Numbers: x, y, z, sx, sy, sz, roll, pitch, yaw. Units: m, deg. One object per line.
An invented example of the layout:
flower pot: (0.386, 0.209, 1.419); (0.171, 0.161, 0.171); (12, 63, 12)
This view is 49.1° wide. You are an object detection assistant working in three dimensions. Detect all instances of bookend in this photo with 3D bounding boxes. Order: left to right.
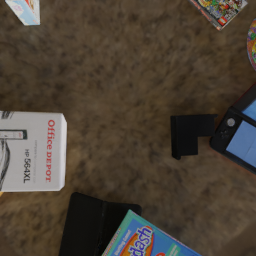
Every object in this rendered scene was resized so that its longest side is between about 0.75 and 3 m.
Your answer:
bookend: (1.927, 0.231, 8.144); (1.254, 0.577, 1.246); (-4, 94, -8)

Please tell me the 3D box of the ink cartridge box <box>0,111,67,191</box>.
ink cartridge box: (-3.070, 0.603, 7.331); (2.765, 1.166, 2.018); (1, 83, -9)

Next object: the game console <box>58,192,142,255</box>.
game console: (-0.791, 3.077, 8.128); (1.860, 1.231, 2.114); (13, 87, -29)

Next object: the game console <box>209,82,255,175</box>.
game console: (3.864, 0.232, 7.713); (2.402, 1.425, 2.070); (31, 87, 2)

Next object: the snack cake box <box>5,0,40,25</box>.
snack cake box: (-2.971, -3.645, 7.952); (0.500, 1.489, 0.856); (-3, 86, -1)

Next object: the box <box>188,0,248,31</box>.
box: (2.661, -3.936, 8.572); (1.098, 0.303, 1.608); (-45, 87, -3)

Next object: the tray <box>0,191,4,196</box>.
tray: (-4.664, 0.844, 8.137); (2.854, 0.529, 1.408); (40, 87, 2)

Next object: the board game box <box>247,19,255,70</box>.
board game box: (5.128, -2.531, 8.343); (2.921, 0.569, 2.308); (-15, 86, -1)

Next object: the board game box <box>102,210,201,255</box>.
board game box: (0.676, 3.824, 7.277); (2.813, 0.633, 2.139); (32, 81, -2)
